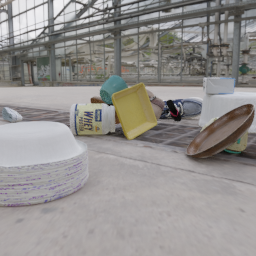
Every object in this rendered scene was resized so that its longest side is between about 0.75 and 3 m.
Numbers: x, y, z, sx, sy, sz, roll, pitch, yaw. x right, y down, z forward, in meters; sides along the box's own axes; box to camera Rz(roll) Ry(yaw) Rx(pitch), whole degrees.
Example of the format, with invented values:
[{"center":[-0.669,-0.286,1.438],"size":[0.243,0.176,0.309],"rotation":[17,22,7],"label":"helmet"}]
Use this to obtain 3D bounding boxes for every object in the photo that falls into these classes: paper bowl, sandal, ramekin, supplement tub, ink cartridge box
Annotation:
[{"center":[-1.775,0.491,5.120],"size":[2.076,1.080,2.076],"rotation":[-1,10,0],"label":"paper bowl"},{"center":[1.951,-0.728,11.959],"size":[0.392,1.045,0.236],"rotation":[-29,7,1],"label":"sandal"},{"center":[4.087,-0.683,10.725],"size":[2.644,1.289,2.644],"rotation":[0,10,0],"label":"ramekin"},{"center":[-1.149,-0.300,9.341],"size":[1.429,1.036,1.036],"rotation":[-1,11,-2],"label":"supplement tub"},{"center":[3.438,-1.645,10.796],"size":[0.993,0.581,1.712],"rotation":[3,11,10],"label":"ink cartridge box"}]

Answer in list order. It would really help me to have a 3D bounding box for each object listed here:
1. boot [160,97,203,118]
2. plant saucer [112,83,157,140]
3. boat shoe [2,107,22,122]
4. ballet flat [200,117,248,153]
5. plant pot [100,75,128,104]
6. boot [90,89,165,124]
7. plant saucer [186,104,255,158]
[{"center":[2.140,-0.797,12.715],"size":[2.706,0.984,1.223],"rotation":[-2,14,39],"label":"boot"},{"center":[0.157,-0.540,9.021],"size":[0.367,1.516,1.516],"rotation":[-11,12,46],"label":"plant saucer"},{"center":[-5.073,-0.522,12.256],"size":[0.486,0.536,1.456],"rotation":[4,17,-42],"label":"boat shoe"},{"center":[2.743,0.070,8.120],"size":[0.829,0.829,2.388],"rotation":[-1,11,-6],"label":"ballet flat"},{"center":[-0.533,-1.234,9.511],"size":[0.894,0.894,0.718],"rotation":[10,41,44],"label":"plant pot"},{"center":[0.068,-0.877,10.329],"size":[2.425,0.852,1.773],"rotation":[36,60,19],"label":"boot"},{"center":[2.245,0.125,6.739],"size":[1.917,0.307,1.917],"rotation":[-39,4,3],"label":"plant saucer"}]
